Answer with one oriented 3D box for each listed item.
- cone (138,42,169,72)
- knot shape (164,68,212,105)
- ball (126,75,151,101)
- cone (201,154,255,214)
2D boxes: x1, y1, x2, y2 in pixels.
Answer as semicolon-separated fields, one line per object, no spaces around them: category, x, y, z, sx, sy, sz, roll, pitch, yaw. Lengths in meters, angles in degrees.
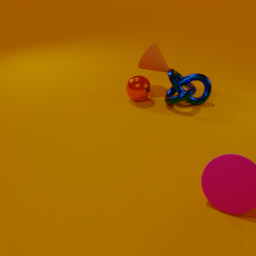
cone;1.145;-2.341;10.273;1.118;1.114;1.114;38;43;10
knot shape;1.880;-1.305;9.521;1.667;0.770;1.560;32;57;21
ball;0.369;-1.386;9.738;0.882;0.882;0.882;0;32;0
cone;2.306;1.074;6.103;1.205;1.205;1.210;15;10;22
